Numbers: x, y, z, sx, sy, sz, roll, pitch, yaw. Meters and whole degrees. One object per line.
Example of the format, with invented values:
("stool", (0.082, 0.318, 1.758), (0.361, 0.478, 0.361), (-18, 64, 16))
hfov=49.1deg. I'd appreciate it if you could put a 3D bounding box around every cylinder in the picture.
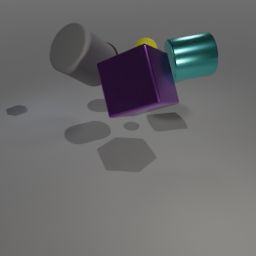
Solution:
("cylinder", (-1.279, -2.073, 8.124), (1.400, 1.400, 1.400), (23, 2, 35))
("cylinder", (2.037, -2.319, 9.235), (1.400, 1.400, 1.400), (-11, 30, -3))

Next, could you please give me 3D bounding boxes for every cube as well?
("cube", (0.283, -1.114, 7.082), (1.400, 1.400, 1.400), (-15, -2, 29))

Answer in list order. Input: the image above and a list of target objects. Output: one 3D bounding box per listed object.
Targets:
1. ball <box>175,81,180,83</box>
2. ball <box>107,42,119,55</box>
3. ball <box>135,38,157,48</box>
("ball", (2.075, -2.730, 12.524), (1.400, 1.400, 1.400), (0, 29, 0))
("ball", (-1.044, -2.773, 11.303), (1.400, 1.400, 1.400), (0, 29, 0))
("ball", (0.535, -2.364, 8.477), (0.700, 0.700, 0.700), (0, 29, 0))
